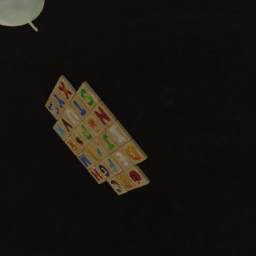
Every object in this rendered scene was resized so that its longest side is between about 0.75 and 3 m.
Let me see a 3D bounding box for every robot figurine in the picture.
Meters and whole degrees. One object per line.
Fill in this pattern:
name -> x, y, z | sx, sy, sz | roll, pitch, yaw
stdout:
robot figurine -> -2.378, -3.036, 5.373 | 1.991, 1.326, 2.347 | -9, 98, -4

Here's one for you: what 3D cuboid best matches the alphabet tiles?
alphabet tiles -> -0.639, 0.231, 5.149 | 2.332, 1.941, 0.074 | 51, 53, -1
